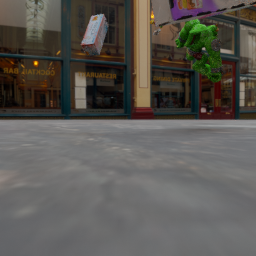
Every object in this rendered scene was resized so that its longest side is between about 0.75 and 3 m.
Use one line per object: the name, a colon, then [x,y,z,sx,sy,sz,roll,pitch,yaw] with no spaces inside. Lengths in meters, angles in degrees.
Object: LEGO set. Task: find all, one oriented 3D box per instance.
LEGO set: [1.202,-4.311,11.368,0.488,0.453,1.188,-22,-16,-33]

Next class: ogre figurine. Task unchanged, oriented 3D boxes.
ogre figurine: [1.698,-1.912,6.579,0.820,1.671,1.002,-7,-34,-3]

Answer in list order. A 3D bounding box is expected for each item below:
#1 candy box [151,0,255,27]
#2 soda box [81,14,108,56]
candy box: [1.483,-3.178,5.575,2.174,1.824,0.778,-17,15,-17]
soda box: [-1.228,-3.505,10.561,0.544,1.713,0.586,0,-33,19]
